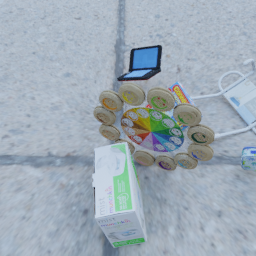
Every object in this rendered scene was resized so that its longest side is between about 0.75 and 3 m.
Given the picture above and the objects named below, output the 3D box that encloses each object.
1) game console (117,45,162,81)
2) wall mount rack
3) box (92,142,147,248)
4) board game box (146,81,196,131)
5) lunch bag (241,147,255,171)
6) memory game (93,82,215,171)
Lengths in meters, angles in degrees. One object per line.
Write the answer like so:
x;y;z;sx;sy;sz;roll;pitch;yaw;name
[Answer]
0.314;-1.855;8.081;1.194;0.708;1.029;6;33;42;game console
2.941;-0.700;7.703;2.180;0.936;2.509;-34;53;11;wall mount rack
-0.168;1.285;5.417;0.729;1.330;1.507;-11;45;5;box
1.158;-0.434;7.238;1.092;0.312;1.115;-38;59;22;board game box
2.931;0.680;6.192;0.799;0.642;0.329;0;53;21;lunch bag
0.457;0.106;5.754;2.616;2.616;0.167;16;54;15;memory game
